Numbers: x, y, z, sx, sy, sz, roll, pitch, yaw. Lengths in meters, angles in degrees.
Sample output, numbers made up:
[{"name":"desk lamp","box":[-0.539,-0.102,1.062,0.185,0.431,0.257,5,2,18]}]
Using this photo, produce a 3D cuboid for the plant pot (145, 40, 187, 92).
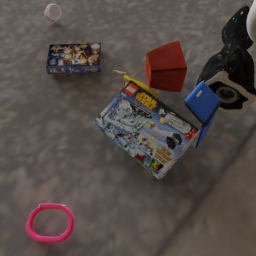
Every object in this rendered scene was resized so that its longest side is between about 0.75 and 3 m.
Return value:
[{"name":"plant pot","box":[0.950,-1.577,7.420,0.883,1.001,1.002,-6,61,-4]}]

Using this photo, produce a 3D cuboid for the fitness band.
[{"name":"fitness band","box":[-1.532,1.869,5.527,1.001,0.187,0.719,-3,66,14]}]

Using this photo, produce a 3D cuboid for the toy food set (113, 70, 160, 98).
[{"name":"toy food set","box":[0.186,-1.042,7.468,1.302,0.425,0.766,32,17,12]}]

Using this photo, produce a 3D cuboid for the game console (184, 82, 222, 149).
[{"name":"game console","box":[1.221,-0.237,4.796,0.764,0.530,0.895,48,44,-1]}]

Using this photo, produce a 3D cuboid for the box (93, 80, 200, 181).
[{"name":"box","box":[0.395,0.006,6.509,2.076,0.414,1.422,39,85,21]}]

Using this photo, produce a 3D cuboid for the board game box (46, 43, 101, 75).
[{"name":"board game box","box":[-1.566,-2.057,8.253,1.550,0.268,1.050,-3,54,-2]}]

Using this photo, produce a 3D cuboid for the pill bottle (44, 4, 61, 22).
[{"name":"pill bottle","box":[-2.411,-3.699,8.981,0.490,0.490,0.873,-23,21,-15]}]

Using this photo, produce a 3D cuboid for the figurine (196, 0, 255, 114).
[{"name":"figurine","box":[2.768,-2.253,5.969,1.272,2.955,2.883,24,56,-3]}]
